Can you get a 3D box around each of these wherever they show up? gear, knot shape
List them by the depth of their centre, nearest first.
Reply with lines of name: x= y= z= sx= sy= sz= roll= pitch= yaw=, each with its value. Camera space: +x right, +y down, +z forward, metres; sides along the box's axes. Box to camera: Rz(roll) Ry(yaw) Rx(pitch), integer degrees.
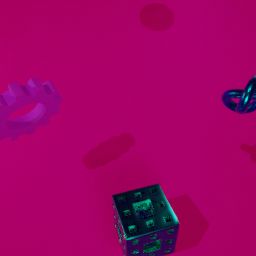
knot shape: x=2.177 y=-0.580 z=4.701 sx=1.010 sy=1.079 sz=0.499 roll=-20 pitch=82 yaw=2
gear: x=-1.982 y=-0.314 z=5.299 sx=1.502 sy=1.502 sz=0.278 roll=-34 pitch=74 yaw=-7

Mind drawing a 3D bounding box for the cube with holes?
cube with holes: x=0.313 y=1.946 z=5.678 sx=1.022 sy=1.022 sz=1.022 roll=-11 pitch=39 yaw=-13
